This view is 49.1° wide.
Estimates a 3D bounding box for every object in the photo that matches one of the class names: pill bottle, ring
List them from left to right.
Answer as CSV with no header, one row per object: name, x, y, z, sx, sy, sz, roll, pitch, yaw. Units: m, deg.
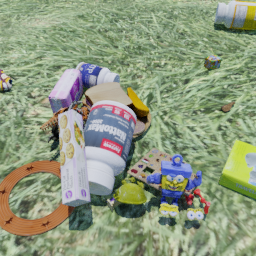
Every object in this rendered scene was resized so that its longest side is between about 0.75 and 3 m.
ring,-2.927,2.078,8.974,2.755,0.264,2.755,0,43,0
pill bottle,-1.395,-2.268,12.833,1.882,1.126,1.126,17,47,16
pill bottle,-0.786,0.662,9.238,1.676,1.676,2.803,9,60,9
pill bottle,6.969,-6.995,17.369,2.873,1.620,1.620,8,45,8

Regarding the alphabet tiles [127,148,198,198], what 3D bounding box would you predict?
alphabet tiles,1.307,1.491,9.416,2.077,0.078,1.737,25,38,27

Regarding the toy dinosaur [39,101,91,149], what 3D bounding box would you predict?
toy dinosaur,-2.269,-0.202,10.187,2.455,1.666,1.254,-2,26,-43

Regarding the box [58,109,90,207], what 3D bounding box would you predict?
box,-1.597,0.798,8.163,0.588,0.549,2.837,-21,60,21

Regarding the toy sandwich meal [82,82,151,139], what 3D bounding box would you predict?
toy sandwich meal,-0.447,-0.727,11.302,3.002,1.028,3.002,0,44,0

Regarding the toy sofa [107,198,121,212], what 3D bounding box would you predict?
toy sofa,-0.252,2.200,8.776,0.850,0.352,0.415,-23,50,-22

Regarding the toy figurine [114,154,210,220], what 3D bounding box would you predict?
toy figurine,1.108,1.409,8.283,2.858,1.712,1.508,9,26,4

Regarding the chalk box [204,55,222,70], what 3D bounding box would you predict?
chalk box,4.450,-3.408,14.440,0.852,0.532,0.528,-17,47,-15

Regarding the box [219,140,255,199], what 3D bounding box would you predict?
box,4.648,1.618,9.156,2.847,0.679,1.736,21,49,22

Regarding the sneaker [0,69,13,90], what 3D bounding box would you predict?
sneaker,-5.854,-2.297,13.359,0.652,0.542,1.447,-7,50,-19

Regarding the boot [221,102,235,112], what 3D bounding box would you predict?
boot,4.369,-0.903,12.100,0.779,0.287,0.294,-25,70,-20

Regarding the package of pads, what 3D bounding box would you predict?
package of pads,-2.577,-1.429,11.861,0.796,1.267,2.103,8,45,7
